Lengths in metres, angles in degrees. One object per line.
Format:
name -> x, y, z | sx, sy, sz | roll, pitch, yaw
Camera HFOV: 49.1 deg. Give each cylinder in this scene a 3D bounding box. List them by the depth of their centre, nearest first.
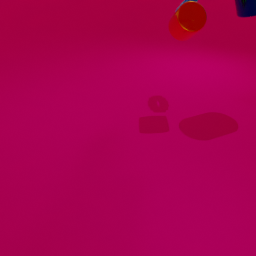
cylinder -> 3.790, -4.118, 8.170 | 1.339, 1.339, 1.339 | -17, 26, 9
cylinder -> 1.760, -3.173, 8.382 | 0.892, 0.892, 0.892 | -5, 2, -8

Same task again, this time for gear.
gear -> 2.184, -4.405, 9.581 | 0.240, 1.299, 1.299 | 42, 30, -14
